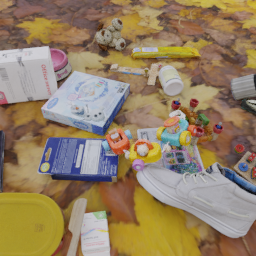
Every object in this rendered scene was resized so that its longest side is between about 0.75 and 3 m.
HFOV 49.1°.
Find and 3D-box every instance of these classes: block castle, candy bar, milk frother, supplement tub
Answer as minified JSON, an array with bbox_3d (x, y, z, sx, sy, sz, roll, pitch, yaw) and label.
[{"bbox_3d":[2.046,-0.289,8.588,1.057,0.742,1.582,-8,45,-25],"label":"block castle"},{"bbox_3d":[1.536,-3.121,11.604,2.907,0.322,0.725,-2,42,-1],"label":"candy bar"},{"bbox_3d":[4.326,-1.105,9.444,1.278,1.226,1.359,-10,71,38],"label":"milk frother"},{"bbox_3d":[1.521,-1.708,10.055,0.715,0.715,0.986,-7,48,-7],"label":"supplement tub"}]

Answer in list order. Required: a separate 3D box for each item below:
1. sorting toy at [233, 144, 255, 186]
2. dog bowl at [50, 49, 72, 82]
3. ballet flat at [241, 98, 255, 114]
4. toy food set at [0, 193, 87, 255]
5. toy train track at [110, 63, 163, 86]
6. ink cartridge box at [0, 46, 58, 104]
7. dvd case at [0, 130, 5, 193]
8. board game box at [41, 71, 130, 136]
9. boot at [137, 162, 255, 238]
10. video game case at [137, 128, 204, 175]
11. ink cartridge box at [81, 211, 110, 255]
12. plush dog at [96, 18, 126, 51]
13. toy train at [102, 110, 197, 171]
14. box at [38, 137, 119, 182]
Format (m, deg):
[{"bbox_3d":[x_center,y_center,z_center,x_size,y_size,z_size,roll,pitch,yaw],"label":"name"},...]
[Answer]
[{"bbox_3d":[3.450,1.098,7.638,0.724,0.254,1.503,-41,68,-20],"label":"sorting toy"},{"bbox_3d":[-3.018,-2.456,10.818,1.624,0.599,1.624,0,48,-1],"label":"dog bowl"},{"bbox_3d":[4.358,-0.602,9.237,1.286,0.440,0.437,31,54,25],"label":"ballet flat"},{"bbox_3d":[-2.199,2.303,6.453,2.568,0.839,1.511,2,72,4],"label":"toy food set"},{"bbox_3d":[0.493,-2.273,10.803,2.358,0.384,1.352,8,48,8],"label":"toy train track"},{"bbox_3d":[-3.606,-1.752,9.486,2.196,1.609,0.909,-8,45,-8],"label":"ink cartridge box"},{"bbox_3d":[-4.995,1.159,7.771,2.935,0.234,2.182,-11,49,-10],"label":"dvd case"},{"bbox_3d":[-1.358,-0.930,9.499,2.208,0.481,2.219,17,50,15],"label":"board game box"},{"bbox_3d":[1.694,1.286,6.602,2.875,1.374,1.057,26,27,11],"label":"boot"},{"bbox_3d":[1.203,0.704,8.202,1.677,0.218,1.843,-4,47,-4],"label":"video game case"},{"bbox_3d":[-0.755,2.515,6.450,0.628,0.361,1.073,-7,48,-6],"label":"ink cartridge box"},{"bbox_3d":[-0.835,-3.918,11.943,1.129,1.315,1.055,-13,15,-24],"label":"plush dog"},{"bbox_3d":[0.497,0.107,7.396,2.479,0.690,1.862,-24,36,-2],"label":"toy train"},{"bbox_3d":[-1.333,0.862,7.949,2.148,0.348,1.301,3,49,2],"label":"box"}]
